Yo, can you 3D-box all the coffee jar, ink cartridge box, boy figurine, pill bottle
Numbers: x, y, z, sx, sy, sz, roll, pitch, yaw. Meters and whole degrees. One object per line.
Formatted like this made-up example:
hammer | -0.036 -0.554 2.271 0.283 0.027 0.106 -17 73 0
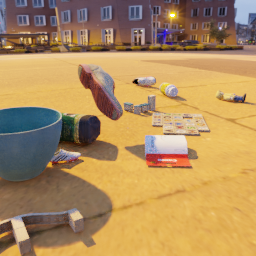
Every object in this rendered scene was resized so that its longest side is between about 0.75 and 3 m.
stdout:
coffee jar | -2.247 -0.033 10.209 2.406 1.027 1.255 5 9 14
ink cartridge box | 1.251 0.698 9.129 1.384 0.409 1.729 1 18 3
boy figurine | 5.933 -1.841 16.187 1.653 0.532 1.027 15 27 30
pill bottle | 2.539 -2.339 17.246 0.746 0.746 1.341 -6 20 -18

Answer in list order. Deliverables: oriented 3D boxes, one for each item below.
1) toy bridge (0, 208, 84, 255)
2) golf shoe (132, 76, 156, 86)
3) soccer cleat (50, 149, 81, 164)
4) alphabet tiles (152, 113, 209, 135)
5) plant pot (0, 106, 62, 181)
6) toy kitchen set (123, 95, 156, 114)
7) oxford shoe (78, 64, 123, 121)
toy bridge | -2.081 2.039 5.427 2.474 0.337 0.832 -12 22 -30
golf shoe | 1.169 -3.307 20.173 1.921 0.698 0.885 7 23 44
soccer cleat | -1.966 0.841 8.698 0.994 0.423 0.341 -8 21 -20
alphabet tiles | 2.210 -0.225 12.213 2.328 0.105 2.785 2 19 6
plant pot | -3.026 0.496 7.822 2.433 1.638 2.433 0 20 0
toy kitchen set | 0.586 -1.265 14.157 1.302 0.767 1.043 -16 25 -39
oxford shoe | -0.833 -1.503 10.556 1.088 1.043 2.947 -17 58 -30
